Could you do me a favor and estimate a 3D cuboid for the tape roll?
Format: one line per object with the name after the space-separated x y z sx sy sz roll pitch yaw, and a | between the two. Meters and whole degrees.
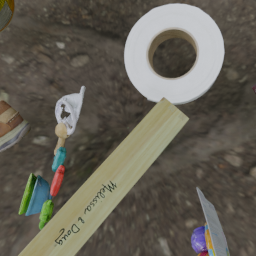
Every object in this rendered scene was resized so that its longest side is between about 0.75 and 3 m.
0.953 -1.482 5.904 2.020 0.707 2.020 1 93 13 | tape roll

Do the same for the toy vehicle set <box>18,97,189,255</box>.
-0.564 1.000 3.504 0.387 1.814 2.919 42 74 2 | toy vehicle set

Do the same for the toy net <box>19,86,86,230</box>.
-1.464 0.408 5.536 0.551 1.496 2.852 18 81 -16 | toy net

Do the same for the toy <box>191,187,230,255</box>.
1.033 1.686 3.325 0.406 0.990 1.719 -24 54 15 | toy

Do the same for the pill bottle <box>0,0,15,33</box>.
-3.241 -2.797 5.642 1.588 2.907 1.588 -1 94 -13 | pill bottle

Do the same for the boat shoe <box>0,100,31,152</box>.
-3.080 0.219 5.313 2.474 0.937 0.888 -26 111 6 | boat shoe

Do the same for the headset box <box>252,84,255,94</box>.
3.097 -0.351 4.620 0.814 1.569 2.108 -26 81 -3 | headset box
